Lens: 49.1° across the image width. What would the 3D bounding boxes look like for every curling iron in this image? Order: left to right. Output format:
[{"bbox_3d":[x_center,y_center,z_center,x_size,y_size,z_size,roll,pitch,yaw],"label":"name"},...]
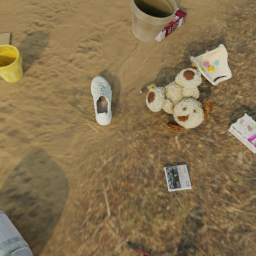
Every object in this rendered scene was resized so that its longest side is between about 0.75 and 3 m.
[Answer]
[{"bbox_3d":[0.348,4.129,9.347,0.921,0.118,0.228,29,65,15],"label":"curling iron"}]

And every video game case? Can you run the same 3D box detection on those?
[{"bbox_3d":[1.886,1.890,10.647,0.858,0.110,0.944,-6,61,-4],"label":"video game case"}]

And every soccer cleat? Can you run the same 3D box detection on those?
[{"bbox_3d":[-1.103,-1.327,11.988,0.888,0.994,2.564,-7,60,-4],"label":"soccer cleat"}]

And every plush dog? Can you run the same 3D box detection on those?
[{"bbox_3d":[2.269,-0.951,11.619,2.441,1.959,2.097,-30,76,15],"label":"plush dog"}]

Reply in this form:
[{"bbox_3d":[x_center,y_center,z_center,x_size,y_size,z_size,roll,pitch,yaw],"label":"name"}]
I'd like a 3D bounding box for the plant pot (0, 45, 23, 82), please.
[{"bbox_3d":[-5.405,-2.803,12.660,1.381,1.299,1.381,0,60,-1],"label":"plant pot"}]

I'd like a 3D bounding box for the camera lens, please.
[{"bbox_3d":[-4.154,3.778,8.580,1.770,1.770,2.213,-40,67,-20],"label":"camera lens"}]

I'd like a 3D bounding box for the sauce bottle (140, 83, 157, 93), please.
[{"bbox_3d":[0.930,-1.784,12.680,0.798,0.263,0.263,-26,63,-15],"label":"sauce bottle"}]

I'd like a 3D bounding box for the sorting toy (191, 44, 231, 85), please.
[{"bbox_3d":[3.932,-2.772,12.956,1.755,0.937,1.579,-25,71,-15],"label":"sorting toy"}]

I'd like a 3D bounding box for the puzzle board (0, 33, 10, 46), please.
[{"bbox_3d":[-6.527,-4.278,14.202,1.032,0.119,1.370,-8,60,-3],"label":"puzzle board"}]

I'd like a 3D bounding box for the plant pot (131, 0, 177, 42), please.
[{"bbox_3d":[0.795,-4.020,10.281,1.625,1.410,1.625,5,60,-9],"label":"plant pot"}]

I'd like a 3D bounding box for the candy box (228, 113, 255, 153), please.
[{"bbox_3d":[4.991,0.210,11.419,0.977,0.437,1.432,-34,65,-18],"label":"candy box"}]

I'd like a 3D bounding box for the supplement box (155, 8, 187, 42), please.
[{"bbox_3d":[1.953,-5.501,14.598,1.141,0.639,2.097,40,66,20],"label":"supplement box"}]
